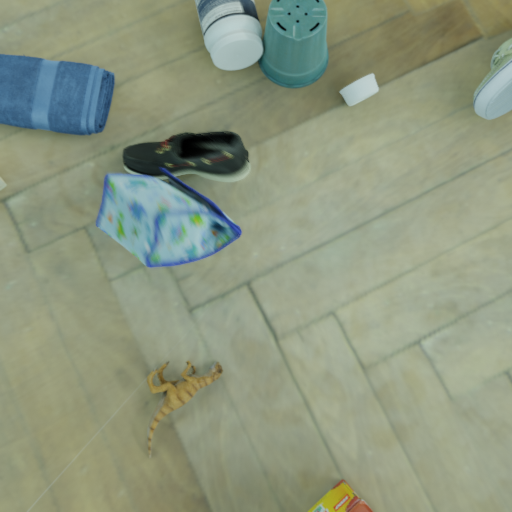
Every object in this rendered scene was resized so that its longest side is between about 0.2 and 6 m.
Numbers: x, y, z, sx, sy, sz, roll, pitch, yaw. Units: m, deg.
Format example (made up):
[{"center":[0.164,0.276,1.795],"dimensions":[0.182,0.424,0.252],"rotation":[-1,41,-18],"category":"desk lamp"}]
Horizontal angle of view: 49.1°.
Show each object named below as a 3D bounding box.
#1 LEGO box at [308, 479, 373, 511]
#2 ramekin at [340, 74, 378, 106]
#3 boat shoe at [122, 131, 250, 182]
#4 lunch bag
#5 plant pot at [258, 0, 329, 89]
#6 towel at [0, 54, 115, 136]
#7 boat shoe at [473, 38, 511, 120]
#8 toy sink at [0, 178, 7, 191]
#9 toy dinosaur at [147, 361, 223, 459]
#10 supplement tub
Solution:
[{"center":[0.928,4.735,8.671],"dimensions":[2.351,1.751,0.907],"rotation":[-40,81,-8],"category":"LEGO box"},{"center":[2.038,-3.236,10.982],"dimensions":[0.718,0.718,0.350],"rotation":[-27,96,-6],"category":"ramekin"},{"center":[-1.369,-1.918,10.368],"dimensions":[2.539,0.795,0.929],"rotation":[5,51,19],"category":"boat shoe"},{"center":[-1.440,-0.691,9.658],"dimensions":[1.661,1.953,1.245],"rotation":[35,116,36],"category":"lunch bag"},{"center":[0.752,-4.265,10.839],"dimensions":[1.465,1.435,1.465],"rotation":[0,77,1],"category":"plant pot"},{"center":[-4.170,-3.144,11.006],"dimensions":[2.580,0.626,1.440],"rotation":[8,78,1],"category":"towel"},{"center":[5.179,-3.814,11.081],"dimensions":[2.943,1.060,0.913],"rotation":[-41,58,-13],"category":"boat shoe"},{"center":[-5.485,-1.355,10.607],"dimensions":[1.094,0.613,0.713],"rotation":[-39,80,-8],"category":"toy sink"},{"center":[-1.480,2.464,9.776],"dimensions":[2.008,0.607,1.067],"rotation":[-41,82,-8],"category":"toy dinosaur"},{"center":[-0.537,-4.666,11.068],"dimensions":[1.151,1.151,1.641],"rotation":[-13,77,-3],"category":"supplement tub"}]
